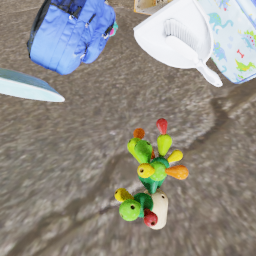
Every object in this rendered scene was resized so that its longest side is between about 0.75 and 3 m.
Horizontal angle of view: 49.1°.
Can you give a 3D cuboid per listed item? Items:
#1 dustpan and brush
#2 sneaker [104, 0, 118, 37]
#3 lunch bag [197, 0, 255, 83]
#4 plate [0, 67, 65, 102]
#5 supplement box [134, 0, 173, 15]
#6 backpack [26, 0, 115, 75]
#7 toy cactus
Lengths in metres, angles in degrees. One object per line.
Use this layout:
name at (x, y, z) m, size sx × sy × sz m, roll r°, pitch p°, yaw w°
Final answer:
dustpan and brush at (1.606, -1.889, 7.047) m, size 1.842 × 2.639 × 0.755 m, roll -18°, pitch 56°, yaw 46°
sneaker at (-0.890, -3.843, 9.820) m, size 0.874 × 1.262 × 2.090 m, roll -15°, pitch 30°, yaw 0°
lunch bag at (2.918, -2.687, 7.405) m, size 1.162 × 2.265 × 2.818 m, roll -34°, pitch 88°, yaw -11°
plate at (-2.632, -0.999, 6.142) m, size 2.514 × 0.321 × 2.514 m, roll 9°, pitch -3°, yaw 0°
supplement box at (1.301, -4.902, 9.553) m, size 0.950 × 1.628 × 2.583 m, roll -3°, pitch 12°, yaw -33°
backpack at (-1.326, -2.204, 6.461) m, size 1.656 × 1.603 × 1.973 m, roll 27°, pitch 78°, yaw -12°
toy cactus at (0.449, 0.857, 4.336) m, size 1.007 × 1.625 × 1.969 m, roll -3°, pitch 29°, yaw 13°
